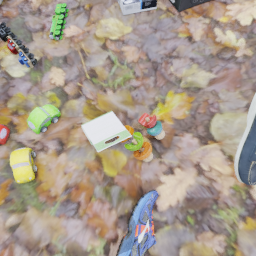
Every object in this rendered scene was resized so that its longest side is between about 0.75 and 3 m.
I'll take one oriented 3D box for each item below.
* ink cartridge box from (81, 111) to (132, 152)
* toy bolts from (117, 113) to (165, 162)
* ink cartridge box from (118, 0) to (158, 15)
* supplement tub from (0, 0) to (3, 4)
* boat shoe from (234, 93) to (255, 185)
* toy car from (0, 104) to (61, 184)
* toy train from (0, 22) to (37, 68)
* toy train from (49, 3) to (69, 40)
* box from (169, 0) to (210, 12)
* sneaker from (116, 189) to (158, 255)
[{"bbox_3d":[-0.616,0.159,8.025,1.054,0.347,1.449,-25,42,-12],"label":"ink cartridge box"},{"bbox_3d":[0.456,0.271,8.222,1.296,0.899,1.238,-49,32,-10],"label":"toy bolts"},{"bbox_3d":[0.100,-5.739,11.116,1.391,0.548,2.797,-15,64,-7],"label":"ink cartridge box"},{"bbox_3d":[-5.100,-5.451,10.746,0.932,0.932,1.289,11,64,5],"label":"supplement tub"},{"bbox_3d":[2.839,0.272,5.697,0.910,2.429,0.751,-17,33,-34],"label":"boat shoe"},{"bbox_3d":[-3.041,0.067,8.265,2.500,0.557,2.352,39,70,17],"label":"toy car"},{"bbox_3d":[-3.946,-2.885,9.795,0.540,0.402,2.359,-39,70,-13],"label":"toy train"},{"bbox_3d":[-2.572,-3.936,10.349,0.485,0.359,1.719,0,64,11],"label":"toy train"},{"bbox_3d":[2.081,-6.281,10.493,1.758,2.100,2.828,-23,66,-11],"label":"box"},{"bbox_3d":[0.365,2.567,7.024,0.824,0.792,2.102,22,75,2],"label":"sneaker"}]
